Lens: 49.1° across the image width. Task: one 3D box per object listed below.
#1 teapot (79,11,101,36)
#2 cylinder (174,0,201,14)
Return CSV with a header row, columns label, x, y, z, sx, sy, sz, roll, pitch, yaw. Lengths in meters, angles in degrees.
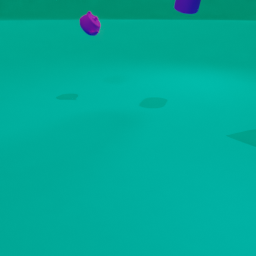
label,x,y,z,sx,sy,sz,roll,pitch,yaw
teapot,-1.257,-3.585,9.685,0.774,0.610,1.245,18,45,-47
cylinder,1.970,-4.251,9.075,0.816,0.816,0.816,3,44,-3
